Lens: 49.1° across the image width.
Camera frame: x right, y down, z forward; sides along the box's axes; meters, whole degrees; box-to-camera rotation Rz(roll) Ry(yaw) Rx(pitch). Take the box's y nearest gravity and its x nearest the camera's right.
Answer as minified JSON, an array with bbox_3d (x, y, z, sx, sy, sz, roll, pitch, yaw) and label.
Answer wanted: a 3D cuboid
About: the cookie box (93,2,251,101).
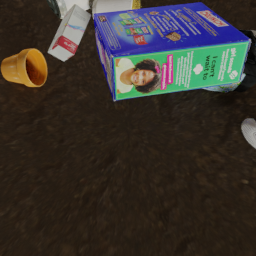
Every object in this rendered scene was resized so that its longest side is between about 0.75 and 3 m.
[{"bbox_3d":[0.842,-1.946,6.666,2.954,1.110,2.527,-10,42,-9],"label":"cookie box"}]

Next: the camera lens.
[{"bbox_3d":[-2.060,-5.187,10.520,2.028,1.622,1.622,-28,67,-12],"label":"camera lens"}]

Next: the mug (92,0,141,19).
[{"bbox_3d":[-0.395,-4.257,10.402,1.543,1.880,1.505,6,96,13],"label":"mug"}]

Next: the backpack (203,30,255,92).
[{"bbox_3d":[2.439,-2.309,9.025,2.773,2.132,2.262,15,62,-15],"label":"backpack"}]

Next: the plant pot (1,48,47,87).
[{"bbox_3d":[-3.476,-1.947,9.227,1.109,1.211,1.211,0,62,17],"label":"plant pot"}]

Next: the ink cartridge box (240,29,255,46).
[{"bbox_3d":[5.321,-2.673,9.873,2.860,0.561,1.422,6,63,2],"label":"ink cartridge box"}]

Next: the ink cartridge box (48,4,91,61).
[{"bbox_3d":[-1.390,-2.236,6.644,0.453,0.798,1.095,27,78,-28],"label":"ink cartridge box"}]

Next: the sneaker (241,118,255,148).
[{"bbox_3d":[4.663,0.190,8.223,2.535,0.957,1.443,33,67,9],"label":"sneaker"}]
